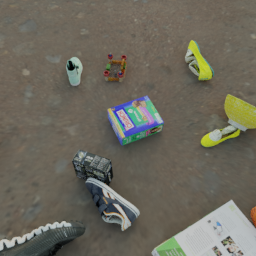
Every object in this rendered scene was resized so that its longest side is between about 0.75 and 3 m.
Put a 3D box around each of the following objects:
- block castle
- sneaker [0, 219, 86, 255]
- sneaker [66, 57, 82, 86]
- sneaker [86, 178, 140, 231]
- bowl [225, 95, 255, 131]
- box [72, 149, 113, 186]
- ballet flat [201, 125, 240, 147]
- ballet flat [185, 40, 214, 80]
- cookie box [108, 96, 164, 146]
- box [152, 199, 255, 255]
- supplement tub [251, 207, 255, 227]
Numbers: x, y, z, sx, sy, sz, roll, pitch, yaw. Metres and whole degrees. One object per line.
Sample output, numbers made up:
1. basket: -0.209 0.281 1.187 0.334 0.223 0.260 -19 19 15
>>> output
1. block castle: -0.501 -2.484 11.371 0.821 0.576 1.228 6 55 4
2. sneaker: -2.367 3.272 7.236 2.739 0.910 1.239 -16 60 -6
3. sneaker: -2.157 -2.530 11.211 0.557 0.892 1.513 -7 54 -3
4. sneaker: -0.617 2.175 8.057 1.856 0.728 0.737 31 58 19
5. bowl: 3.958 -0.413 9.651 1.613 1.613 0.868 31 104 20
6. box: -1.056 1.236 8.497 1.095 0.896 0.471 16 50 18
7. ballet flat: 3.181 0.205 9.560 1.476 0.495 0.493 -17 57 -11
8. ballet flat: 2.784 -2.791 11.551 0.722 0.720 2.154 -20 58 2
9. cookie box: 0.246 -0.276 9.826 1.569 0.590 1.342 -21 59 -13
10. box: 2.289 3.340 7.179 2.786 0.506 2.010 -21 57 -25
11. supplement tub: 4.429 2.275 7.761 1.798 1.102 1.102 -20 58 -13
